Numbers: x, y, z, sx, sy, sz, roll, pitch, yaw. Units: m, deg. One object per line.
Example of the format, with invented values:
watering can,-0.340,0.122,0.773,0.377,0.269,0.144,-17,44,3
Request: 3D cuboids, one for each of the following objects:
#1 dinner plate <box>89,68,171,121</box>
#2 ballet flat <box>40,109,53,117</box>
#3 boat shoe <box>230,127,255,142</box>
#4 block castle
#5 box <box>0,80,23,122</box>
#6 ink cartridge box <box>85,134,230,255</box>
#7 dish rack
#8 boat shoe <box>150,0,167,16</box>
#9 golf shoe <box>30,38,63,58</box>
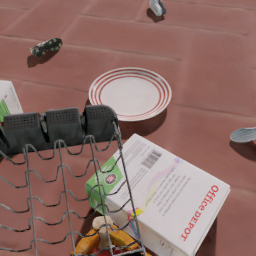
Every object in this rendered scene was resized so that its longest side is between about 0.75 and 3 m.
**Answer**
dinner plate,0.059,-1.005,8.378,2.440,0.296,2.440,1,47,-1
ballet flat,-2.437,-0.113,7.524,1.308,0.470,0.470,-32,55,-26
boat shoe,3.201,0.194,7.238,1.043,0.348,0.384,-12,59,18
block castle,-0.540,2.947,4.059,1.901,1.335,2.845,25,49,29
box,-3.589,-0.345,7.013,1.400,1.393,1.199,5,47,5
ink cartridge box,0.578,1.396,5.678,2.318,0.973,1.679,29,53,24
dish rack,-0.947,1.076,3.558,2.294,0.816,2.991,-8,64,-12
boat shoe,1.328,-5.388,12.372,0.484,0.492,1.364,-5,57,-18
golf shoe,-2.952,-2.988,10.113,1.204,0.465,0.530,-33,48,-27
